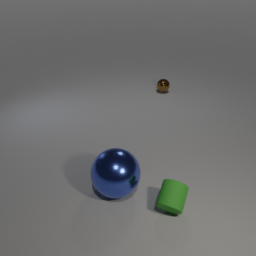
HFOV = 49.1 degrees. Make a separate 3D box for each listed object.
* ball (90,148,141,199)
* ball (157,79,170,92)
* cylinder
[{"bbox_3d":[-0.345,1.256,7.844,1.400,1.400,1.400,0,29,0],"label":"ball"},{"bbox_3d":[1.862,-2.245,14.790,0.700,0.700,0.700,0,29,0],"label":"ball"},{"bbox_3d":[1.160,1.786,7.306,0.700,0.700,0.700,12,65,21],"label":"cylinder"}]
